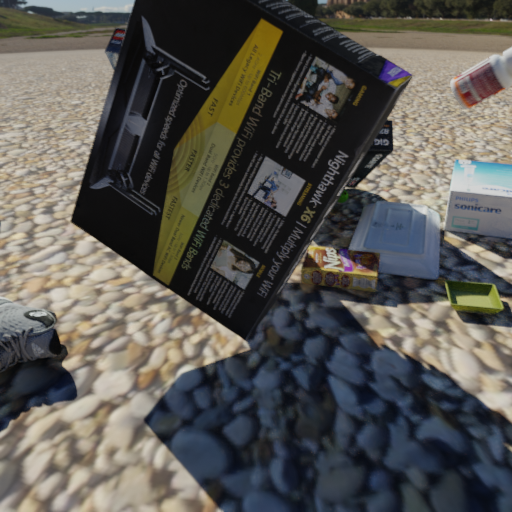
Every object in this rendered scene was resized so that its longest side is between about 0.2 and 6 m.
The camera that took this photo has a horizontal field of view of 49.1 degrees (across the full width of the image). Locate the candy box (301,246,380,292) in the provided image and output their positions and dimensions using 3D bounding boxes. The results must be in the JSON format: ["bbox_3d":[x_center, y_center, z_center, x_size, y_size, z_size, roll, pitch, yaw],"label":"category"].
[{"bbox_3d":[1.626,0.234,10.773,1.423,0.402,0.830,5,34,14],"label":"candy box"}]

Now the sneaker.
[{"bbox_3d":[-3.635,1.362,8.011,1.480,0.962,2.563,4,26,4],"label":"sneaker"}]

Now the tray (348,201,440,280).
[{"bbox_3d":[3.114,-0.525,12.408,1.870,0.386,3.483,7,27,15],"label":"tray"}]

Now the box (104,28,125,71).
[{"bbox_3d":[-1.447,-3.001,10.968,2.080,3.038,0.606,15,71,10],"label":"box"}]

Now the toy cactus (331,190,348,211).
[{"bbox_3d":[0.907,-1.574,13.866,2.528,1.293,2.086,-15,20,-11],"label":"toy cactus"}]

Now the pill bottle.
[{"bbox_3d":[4.575,-3.499,11.048,1.275,0.699,0.699,-26,8,37],"label":"pill bottle"}]

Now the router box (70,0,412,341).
[{"bbox_3d":[-0.495,-1.401,7.949,3.443,4.380,1.144,34,33,7],"label":"router box"}]

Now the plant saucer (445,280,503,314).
[{"bbox_3d":[3.853,0.766,9.993,0.887,0.213,0.888,5,27,10],"label":"plant saucer"}]

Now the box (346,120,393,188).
[{"bbox_3d":[1.561,-2.470,13.828,2.702,0.782,3.399,1,-7,-5],"label":"box"}]

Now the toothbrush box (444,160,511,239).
[{"bbox_3d":[5.557,-1.411,13.415,1.798,1.047,2.456,9,28,17],"label":"toothbrush box"}]
